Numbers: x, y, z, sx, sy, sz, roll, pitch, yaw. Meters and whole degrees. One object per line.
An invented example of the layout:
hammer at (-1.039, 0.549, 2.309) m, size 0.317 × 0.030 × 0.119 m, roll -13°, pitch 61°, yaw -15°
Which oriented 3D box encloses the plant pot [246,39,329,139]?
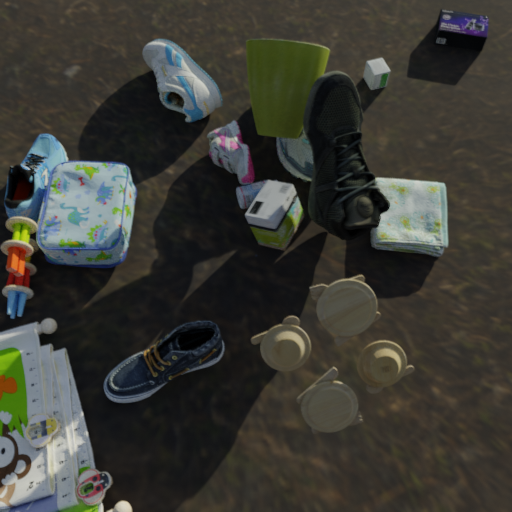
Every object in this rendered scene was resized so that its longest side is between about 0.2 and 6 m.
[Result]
plant pot at (0.515, -3.141, 10.749) m, size 1.584 × 1.584 × 1.693 m, roll 7°, pitch 104°, yaw 4°

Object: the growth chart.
growth chart at (-4.101, 2.985, 9.162) m, size 2.964 × 0.363 × 4.096 m, roll -24°, pitch 63°, yaw -12°

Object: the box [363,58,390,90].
box at (2.810, -4.246, 13.080) m, size 0.417 × 0.485 × 0.487 m, roll -16°, pitch 62°, yaw -8°

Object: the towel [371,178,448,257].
towel at (3.058, -0.817, 11.224) m, size 1.452 × 0.408 × 1.696 m, roll 7°, pitch 61°, yaw 3°

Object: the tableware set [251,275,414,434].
tableware set at (1.189, 1.496, 8.299) m, size 1.908 × 0.265 × 2.284 m, roll -32°, pitch 104°, yaw 6°

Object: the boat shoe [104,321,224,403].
boat shoe at (-1.599, 1.721, 9.474) m, size 2.183 × 0.991 × 0.772 m, roll -23°, pitch 63°, yaw -12°

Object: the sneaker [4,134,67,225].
sneaker at (-4.462, -1.626, 11.324) m, size 0.877 × 1.006 × 2.237 m, roll 4°, pitch 61°, yaw 2°

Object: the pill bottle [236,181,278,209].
pill bottle at (0.053, -1.271, 11.439) m, size 0.855 × 0.465 × 0.465 m, roll -14°, pitch 62°, yaw -8°

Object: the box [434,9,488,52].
box at (5.068, -5.580, 13.848) m, size 1.175 × 0.463 × 0.829 m, roll 11°, pitch 59°, yaw 6°

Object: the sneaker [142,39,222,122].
sneaker at (-1.892, -4.015, 12.709) m, size 1.001 × 0.948 × 2.478 m, roll -38°, pitch 66°, yaw -16°

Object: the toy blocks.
toy blocks at (-4.318, 0.249, 10.149) m, size 0.550 × 1.263 × 1.515 m, roll 4°, pitch 60°, yaw -15°

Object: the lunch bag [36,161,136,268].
lunch bag at (-3.313, -0.842, 10.962) m, size 1.716 × 0.880 × 2.134 m, roll 0°, pitch 61°, yaw -1°

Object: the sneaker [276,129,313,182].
sneaker at (0.905, -3.001, 11.845) m, size 1.283 × 1.427 × 3.306 m, roll -18°, pitch 62°, yaw -9°

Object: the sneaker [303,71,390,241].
sneaker at (1.638, -1.584, 9.825) m, size 1.172 × 3.067 × 1.757 m, roll -14°, pitch 33°, yaw -19°

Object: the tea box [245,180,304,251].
tea box at (0.376, -0.780, 10.829) m, size 0.631 × 0.928 × 0.944 m, roll 14°, pitch 60°, yaw 30°

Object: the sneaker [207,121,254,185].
sneaker at (-0.550, -2.073, 11.744) m, size 0.789 × 0.728 × 1.788 m, roll -18°, pitch 47°, yaw -4°
